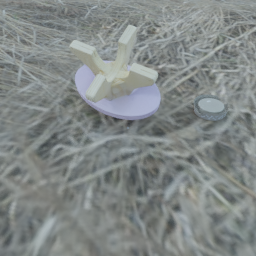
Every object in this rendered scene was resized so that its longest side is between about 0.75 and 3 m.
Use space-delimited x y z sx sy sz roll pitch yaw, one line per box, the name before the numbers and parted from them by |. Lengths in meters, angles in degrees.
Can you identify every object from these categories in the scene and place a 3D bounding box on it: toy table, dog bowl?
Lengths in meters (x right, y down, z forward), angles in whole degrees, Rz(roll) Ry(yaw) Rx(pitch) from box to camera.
toy table | -0.292 -1.261 6.820 2.331 1.365 2.143 13 67 7
dog bowl | 2.268 -0.553 7.693 0.964 0.283 0.964 1 38 -1
